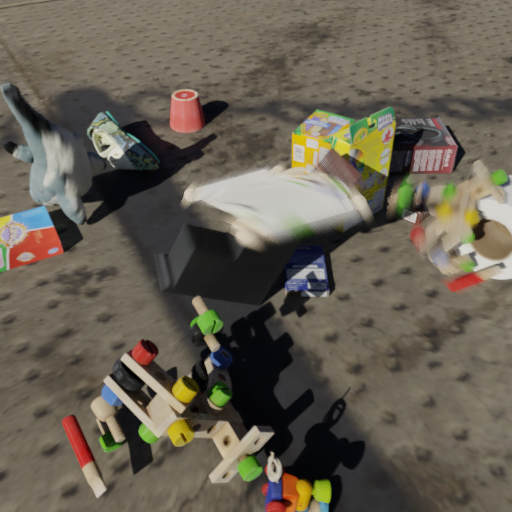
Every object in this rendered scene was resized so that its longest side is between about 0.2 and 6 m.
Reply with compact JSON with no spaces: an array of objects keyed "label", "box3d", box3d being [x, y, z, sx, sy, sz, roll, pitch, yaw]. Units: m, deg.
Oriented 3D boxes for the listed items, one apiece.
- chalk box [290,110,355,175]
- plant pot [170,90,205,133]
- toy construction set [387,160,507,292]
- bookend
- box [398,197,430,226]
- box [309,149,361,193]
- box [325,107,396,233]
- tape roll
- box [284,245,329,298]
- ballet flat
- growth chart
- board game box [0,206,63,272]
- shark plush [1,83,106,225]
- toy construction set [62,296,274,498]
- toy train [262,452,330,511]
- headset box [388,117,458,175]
[{"label":"chalk box","box3d":[1.740,-2.848,13.919,1.087,1.093,1.756,22,47,24]},{"label":"plant pot","box3d":[-1.933,-4.035,15.473,1.012,0.896,1.012,-1,40,1]},{"label":"toy construction set","box3d":[3.678,-0.605,9.727,1.625,2.114,1.763,-27,2,36]},{"label":"bookend","box3d":[-0.456,-0.220,9.611,1.960,1.948,0.903,10,37,-29]},{"label":"box","box3d":[3.645,-1.114,12.448,0.502,0.376,1.003,29,46,30]},{"label":"box","box3d":[1.412,-1.461,10.304,0.731,0.600,0.607,42,84,-2]},{"label":"box","box3d":[2.151,-1.832,11.670,1.442,2.457,0.594,-29,49,-31]},{"label":"tape roll","box3d":[4.758,-0.551,10.747,1.169,1.702,1.702,-33,50,-32]},{"label":"box","box3d":[0.951,0.282,10.911,0.814,0.218,1.343,0,42,0]},{"label":"ballet flat","box3d":[-3.405,-2.668,14.011,1.038,1.038,2.797,-24,44,-26]},{"label":"growth chart","box3d":[0.242,-0.995,9.086,2.408,0.295,3.328,-15,22,-20]},{"label":"board game box","box3d":[-5.048,-0.295,11.479,1.803,0.364,1.379,-20,44,-22]},{"label":"shark plush","box3d":[-4.276,-1.836,11.097,1.525,3.662,1.664,11,77,3]},{"label":"toy construction set","box3d":[-1.053,2.335,7.499,2.607,2.174,2.003,-33,60,-6]},{"label":"toy train","box3d":[0.539,2.880,6.926,0.852,1.472,0.623,3,40,-3]},{"label":"headset box","box3d":[3.926,-2.772,14.046,2.107,0.814,1.568,-2,40,0]}]
